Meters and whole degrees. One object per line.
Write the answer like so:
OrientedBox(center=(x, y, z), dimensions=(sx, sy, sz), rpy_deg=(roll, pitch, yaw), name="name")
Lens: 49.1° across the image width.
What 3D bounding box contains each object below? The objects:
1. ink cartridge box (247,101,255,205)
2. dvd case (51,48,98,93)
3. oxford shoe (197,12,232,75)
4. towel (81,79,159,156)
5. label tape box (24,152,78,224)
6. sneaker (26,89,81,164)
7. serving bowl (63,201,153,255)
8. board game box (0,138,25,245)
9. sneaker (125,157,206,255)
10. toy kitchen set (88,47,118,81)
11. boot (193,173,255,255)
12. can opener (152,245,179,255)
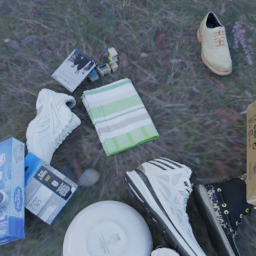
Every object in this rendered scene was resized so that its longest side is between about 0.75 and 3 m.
OrientedBox(center=(4.277, 0.777, 7.067), dimensions=(2.360, 1.076, 2.865), rpy_deg=(20, 59, -11), name="ink cartridge box")
OrientedBox(center=(-1.678, -1.814, 8.811), dimensions=(0.923, 0.152, 1.228), rpy_deg=(38, 84, 13), name="dvd case")
OrientedBox(center=(3.002, -2.945, 9.697), dimensions=(0.888, 0.926, 2.508), rpy_deg=(-10, 60, -6), name="oxford shoe")
OrientedBox(center=(-0.274, -0.430, 8.583), dimensions=(1.736, 0.357, 2.326), rpy_deg=(-21, 62, -11), name="towel")
OrientedBox(center=(-2.186, 1.469, 6.945), dimensions=(1.512, 0.500, 1.083), rpy_deg=(37, 87, -5), name="label tape box")
OrientedBox(center=(-2.049, -0.024, 7.981), dimensions=(1.306, 1.024, 2.629), rpy_deg=(2, 61, 0), name="sneaker")
OrientedBox(center=(-0.477, 2.715, 6.562), dimensions=(2.174, 0.715, 2.174), rpy_deg=(0, 60, -1), name="serving bowl")
OrientedBox(center=(-3.619, 1.698, 6.789), dimensions=(2.377, 0.516, 2.365), rpy_deg=(-21, 59, 14), name="board game box")
OrientedBox(center=(1.305, 1.820, 6.832), dimensions=(1.639, 1.075, 2.849), rpy_deg=(-30, 61, -14), name="sneaker")
OrientedBox(center=(-0.924, -2.209, 9.329), dimensions=(1.038, 0.832, 0.612), rpy_deg=(-27, 65, -15), name="toy kitchen set")
OrientedBox(center=(2.718, 2.210, 6.824), dimensions=(1.640, 0.784, 2.172), rpy_deg=(-15, 62, -11), name="boot")
OrientedBox(center=(0.892, 3.833, 5.876), dimensions=(0.667, 0.842, 2.533), rpy_deg=(-12, 64, 28), name="can opener")
